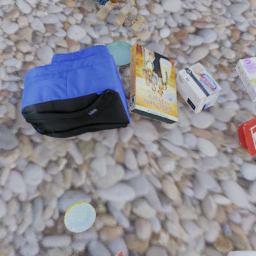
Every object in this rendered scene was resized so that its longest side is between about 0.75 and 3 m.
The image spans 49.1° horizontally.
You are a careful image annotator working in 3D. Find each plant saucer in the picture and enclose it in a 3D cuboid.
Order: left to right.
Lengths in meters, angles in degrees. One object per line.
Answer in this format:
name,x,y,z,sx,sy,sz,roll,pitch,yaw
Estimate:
plant saucer,-0.316,-2.722,10.417,1.189,0.214,1.189,0,62,0

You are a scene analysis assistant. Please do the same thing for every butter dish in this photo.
butter dish,3.743,0.175,8.583,1.056,0.783,1.059,-26,105,-23

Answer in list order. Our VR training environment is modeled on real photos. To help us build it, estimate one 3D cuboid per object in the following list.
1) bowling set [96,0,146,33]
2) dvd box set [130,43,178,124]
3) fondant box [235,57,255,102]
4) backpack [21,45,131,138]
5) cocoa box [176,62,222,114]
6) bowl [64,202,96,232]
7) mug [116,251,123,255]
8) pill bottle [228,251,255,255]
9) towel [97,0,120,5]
bowling set,-0.230,-4.750,10.889,2.035,1.416,1.092,25,63,8
dvd box set,0.831,-1.404,8.988,1.706,0.343,2.332,16,64,-31
fondant box,4.618,-1.744,9.752,1.130,0.456,1.567,-11,61,-6
backpack,-1.573,-0.992,8.370,2.858,2.322,2.398,-14,58,6
cocoa box,2.295,-1.330,9.285,0.859,0.873,1.310,-26,65,-13
bowl,-1.302,2.276,7.402,0.816,0.816,0.439,-29,21,-14
mug,-0.085,4.415,6.049,2.568,2.279,1.713,46,34,17
pill bottle,2.880,3.722,6.595,0.821,0.821,1.483,1,61,0
towel,-1.030,-6.603,12.243,1.561,0.678,2.795,-18,63,-10
